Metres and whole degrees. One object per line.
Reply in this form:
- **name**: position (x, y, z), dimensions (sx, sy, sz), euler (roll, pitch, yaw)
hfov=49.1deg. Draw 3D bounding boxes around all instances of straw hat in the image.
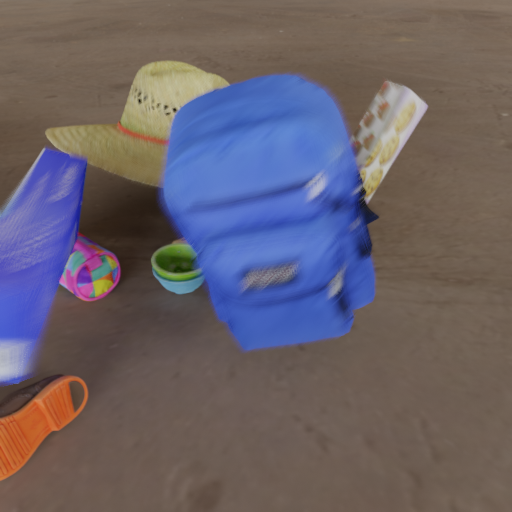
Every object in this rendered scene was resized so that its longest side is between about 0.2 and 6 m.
- **straw hat**: position (-1.467, -2.717, 11.056), dimensions (4.770, 2.019, 4.770), euler (17, 17, -5)

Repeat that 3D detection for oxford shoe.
- **oxford shoe**: position (-3.035, 2.128, 6.836), dimensions (0.719, 0.703, 1.973), euler (2, 22, 39)

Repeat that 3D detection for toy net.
- **toy net**: position (-0.770, -0.328, 10.468), dimensions (1.748, 0.644, 3.333), euler (3, 33, 4)

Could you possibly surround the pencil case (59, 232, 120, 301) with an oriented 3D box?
- **pencil case**: position (-3.361, -0.055, 9.758), dimensions (2.268, 1.002, 1.002), euler (27, 42, 33)

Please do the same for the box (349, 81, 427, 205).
- **box**: position (1.752, -1.403, 9.754), dimensions (0.674, 3.253, 0.629), euler (22, 14, -42)

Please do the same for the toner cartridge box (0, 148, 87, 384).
- **toner cartridge box**: position (-2.942, -0.035, 7.365), dimensions (0.678, 1.493, 3.142), euler (13, 33, -12)

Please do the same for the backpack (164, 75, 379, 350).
- **backpack**: position (0.288, -0.565, 7.506), dimensions (2.630, 3.237, 2.716), euler (-13, 38, 6)
